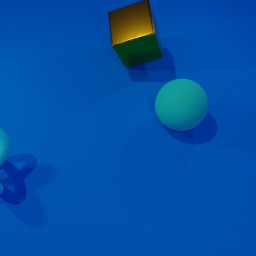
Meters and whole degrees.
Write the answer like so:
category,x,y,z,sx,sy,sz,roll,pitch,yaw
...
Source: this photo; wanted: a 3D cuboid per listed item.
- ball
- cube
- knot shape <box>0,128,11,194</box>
category,x,y,z,sx,sy,sz,roll,pitch,yaw
ball,1.363,-0.587,7.174,1.325,1.325,1.325,0,55,0
cube,0.246,-2.748,8.310,1.247,1.247,1.247,-13,68,15
knot shape,-3.266,0.639,6.359,1.611,0.744,1.507,18,96,31
